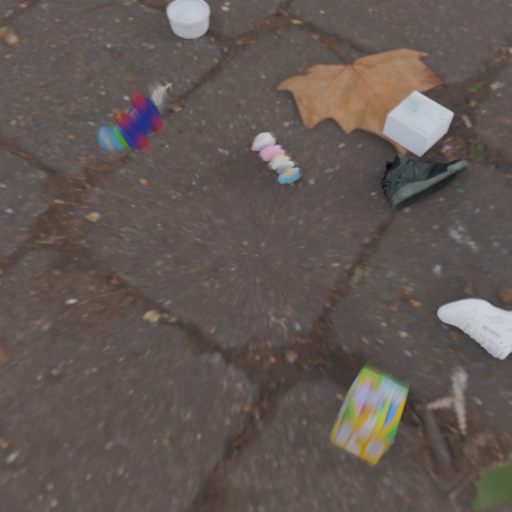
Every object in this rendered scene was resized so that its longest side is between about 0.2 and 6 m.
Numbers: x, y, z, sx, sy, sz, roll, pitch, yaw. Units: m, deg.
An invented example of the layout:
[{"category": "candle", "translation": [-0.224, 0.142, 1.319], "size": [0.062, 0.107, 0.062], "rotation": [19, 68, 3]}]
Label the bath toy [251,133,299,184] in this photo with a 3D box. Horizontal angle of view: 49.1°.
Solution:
[{"category": "bath toy", "translation": [0.336, -1.980, 11.236], "size": [0.480, 0.565, 1.298], "rotation": [-30, 59, -7]}]

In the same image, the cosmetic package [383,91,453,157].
[{"category": "cosmetic package", "translation": [3.373, -2.766, 11.719], "size": [0.980, 0.604, 0.983], "rotation": [39, 68, 21]}]

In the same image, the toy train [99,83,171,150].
[{"category": "toy train", "translation": [-2.018, -2.351, 9.435], "size": [0.831, 0.608, 1.436], "rotation": [-6, 44, 39]}]

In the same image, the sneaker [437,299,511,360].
[{"category": "sneaker", "translation": [3.853, 1.222, 9.293], "size": [1.666, 0.624, 0.830], "rotation": [13, 60, 8]}]

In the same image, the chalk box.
[{"category": "chalk box", "translation": [1.677, 2.208, 8.152], "size": [0.752, 0.757, 1.213], "rotation": [25, 45, 10]}]

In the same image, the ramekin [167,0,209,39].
[{"category": "ramekin", "translation": [-1.621, -5.722, 13.551], "size": [0.990, 0.520, 0.990], "rotation": [0, 59, -1]}]

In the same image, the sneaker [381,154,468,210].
[{"category": "sneaker", "translation": [3.230, -1.680, 11.009], "size": [1.790, 0.684, 1.025], "rotation": [-25, 68, -8]}]
